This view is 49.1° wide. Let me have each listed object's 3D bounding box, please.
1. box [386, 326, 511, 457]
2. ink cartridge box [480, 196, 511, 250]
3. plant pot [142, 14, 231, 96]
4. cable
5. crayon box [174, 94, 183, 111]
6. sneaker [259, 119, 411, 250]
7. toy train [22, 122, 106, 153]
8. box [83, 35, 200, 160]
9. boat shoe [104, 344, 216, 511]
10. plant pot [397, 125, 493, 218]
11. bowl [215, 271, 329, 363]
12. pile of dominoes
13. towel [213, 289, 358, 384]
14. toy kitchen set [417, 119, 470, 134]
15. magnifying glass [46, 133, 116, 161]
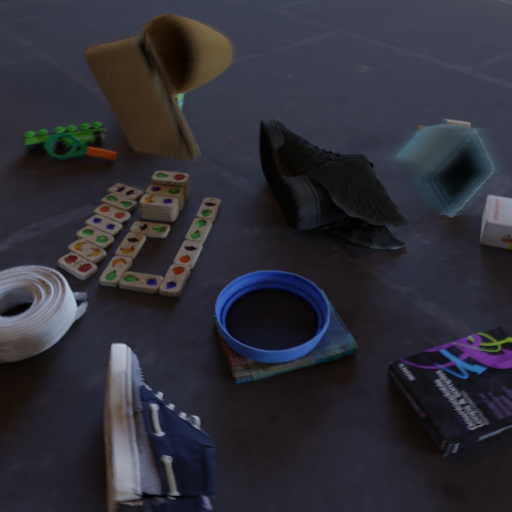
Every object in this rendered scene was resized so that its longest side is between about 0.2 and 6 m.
[{"bbox_3d":[2.990,1.768,7.626,1.959,0.354,1.401,-15,42,-16],"label":"box"},{"bbox_3d":[4.862,-0.553,10.287,1.321,0.551,0.958,13,41,15],"label":"ink cartridge box"},{"bbox_3d":[-0.884,-2.824,7.874,1.035,1.035,1.111,23,30,26],"label":"plant pot"},{"bbox_3d":[-3.639,0.859,8.537,1.699,0.588,1.700,9,40,11],"label":"cable"},{"bbox_3d":[-2.635,-4.355,14.840,1.318,0.646,2.219,-1,39,-2],"label":"crayon box"},{"bbox_3d":[1.380,-1.538,11.109,2.008,1.156,3.851,-8,45,-10],"label":"sneaker"},{"bbox_3d":[-4.475,-2.755,13.130,1.916,0.400,0.540,-11,51,-13],"label":"toy train"},{"bbox_3d":[-1.467,-1.935,6.968,0.192,1.475,1.804,-36,30,-20],"label":"box"},{"bbox_3d":[-1.230,2.124,6.919,1.174,0.945,2.531,3,38,-19],"label":"boat shoe"},{"bbox_3d":[2.617,-1.324,8.082,0.942,0.945,0.962,-47,40,0],"label":"plant pot"},{"bbox_3d":[0.238,0.897,8.457,1.711,0.336,1.711,1,40,0],"label":"bowl"},{"bbox_3d":[-2.121,-0.589,10.388,2.399,0.490,3.078,7,39,9],"label":"pile of dominoes"},{"bbox_3d":[0.417,1.170,8.472,1.896,0.206,1.390,-11,40,-13],"label":"towel"},{"bbox_3d":[3.976,-2.210,12.360,1.013,1.377,1.719,12,4,13],"label":"toy kitchen set"},{"bbox_3d":[-3.972,-2.402,12.708,1.612,0.181,0.642,11,72,6],"label":"magnifying glass"}]
